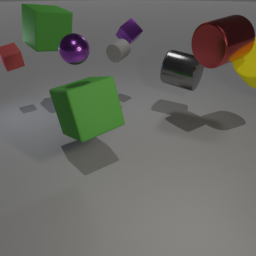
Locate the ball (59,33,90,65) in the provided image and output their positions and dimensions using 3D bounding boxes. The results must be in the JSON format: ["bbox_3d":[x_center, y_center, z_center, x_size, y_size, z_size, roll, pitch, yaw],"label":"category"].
[{"bbox_3d":[-1.232,-1.807,6.431,0.700,0.700,0.700,0,28,0],"label":"ball"}]

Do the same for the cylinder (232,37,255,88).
[{"bbox_3d":[4.508,-2.212,9.678,1.400,1.400,1.400,24,5,37],"label":"cylinder"}]

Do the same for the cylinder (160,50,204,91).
[{"bbox_3d":[2.245,-2.376,11.545,1.400,1.400,1.400,21,34,23],"label":"cylinder"}]

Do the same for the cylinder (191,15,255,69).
[{"bbox_3d":[2.988,-2.732,8.850,1.400,1.400,1.400,-24,36,-28],"label":"cylinder"}]

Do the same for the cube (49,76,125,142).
[{"bbox_3d":[-1.156,-0.592,7.880,1.400,1.400,1.400,-24,21,-28],"label":"cube"}]

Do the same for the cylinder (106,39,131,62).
[{"bbox_3d":[-0.356,-2.953,10.683,0.700,0.700,0.700,15,39,26],"label":"cylinder"}]

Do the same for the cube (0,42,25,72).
[{"bbox_3d":[-4.514,-2.735,10.793,0.700,0.700,0.700,-27,57,-23],"label":"cube"}]

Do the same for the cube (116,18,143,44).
[{"bbox_3d":[0.045,-3.867,11.379,0.700,0.700,0.700,-45,6,-20],"label":"cube"}]

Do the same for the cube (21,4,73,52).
[{"bbox_3d":[-3.035,-3.759,10.489,1.400,1.400,1.400,-14,37,-36],"label":"cube"}]
